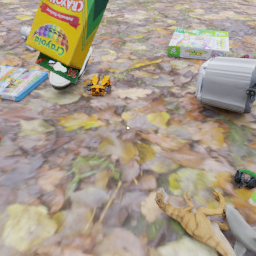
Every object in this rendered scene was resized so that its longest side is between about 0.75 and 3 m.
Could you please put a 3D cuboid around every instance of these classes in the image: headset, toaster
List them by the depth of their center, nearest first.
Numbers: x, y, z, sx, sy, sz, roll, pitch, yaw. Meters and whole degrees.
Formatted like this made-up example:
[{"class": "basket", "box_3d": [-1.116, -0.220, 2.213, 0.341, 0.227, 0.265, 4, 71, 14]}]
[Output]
[{"class": "headset", "box_3d": [2.923, 1.228, 6.907, 0.573, 0.436, 0.927, 25, 32, 31]}, {"class": "toaster", "box_3d": [3.440, -1.505, 9.469, 1.817, 1.598, 2.813, 14, 28, 24]}]

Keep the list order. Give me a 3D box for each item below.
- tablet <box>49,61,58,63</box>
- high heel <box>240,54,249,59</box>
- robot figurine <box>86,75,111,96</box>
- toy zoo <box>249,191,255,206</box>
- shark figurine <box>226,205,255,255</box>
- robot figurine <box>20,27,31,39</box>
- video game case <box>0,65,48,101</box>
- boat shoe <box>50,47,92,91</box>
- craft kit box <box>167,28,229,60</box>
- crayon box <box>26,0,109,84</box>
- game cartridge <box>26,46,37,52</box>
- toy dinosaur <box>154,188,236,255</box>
[{"class": "tablet", "box_3d": [-2.921, -3.340, 13.296, 1.941, 0.133, 1.263, 0, 37, 1]}, {"class": "high heel", "box_3d": [4.104, -2.576, 11.626, 1.867, 0.897, 0.629, -11, 38, -14]}, {"class": "robot figurine", "box_3d": [-1.084, -1.650, 10.812, 0.975, 0.392, 1.345, 3, 36, 4]}, {"class": "toy zoo", "box_3d": [2.682, 0.900, 4.635, 0.804, 1.226, 0.125, 21, 20, -3]}, {"class": "shark figurine", "box_3d": [2.717, 2.187, 5.316, 1.737, 0.725, 1.038, 17, 60, 9]}, {"class": "robot figurine", "box_3d": [-5.606, -5.316, 15.613, 0.937, 0.529, 0.794, 30, 85, 33]}, {"class": "video game case", "box_3d": [-5.060, -1.909, 11.270, 2.981, 0.265, 2.133, 10, 37, 14]}, {"class": "boat shoe", "box_3d": [-2.276, -2.359, 11.261, 1.121, 0.926, 2.994, 17, 46, -3]}, {"class": "craft kit box", "box_3d": [3.598, -4.262, 14.152, 2.795, 0.686, 2.830, 11, 38, 10]}, {"class": "crayon box", "box_3d": [-1.634, -2.656, 7.298, 1.636, 2.578, 0.655, 28, 12, 22]}, {"class": "game cartridge", "box_3d": [-4.561, -4.215, 14.430, 1.161, 0.223, 0.753, -27, 49, -31]}, {"class": "toy dinosaur", "box_3d": [1.641, 2.077, 5.717, 1.356, 0.771, 2.554, -35, 44, -21]}]
